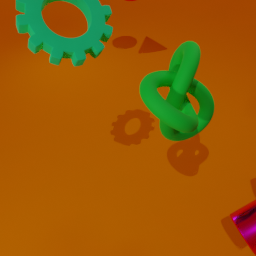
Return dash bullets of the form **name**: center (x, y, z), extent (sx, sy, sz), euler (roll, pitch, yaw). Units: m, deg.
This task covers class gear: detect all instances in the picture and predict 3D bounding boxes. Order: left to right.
- **gear**: center (-0.943, -1.660, 4.259), extent (1.415, 0.262, 1.415), euler (4, 79, -21)

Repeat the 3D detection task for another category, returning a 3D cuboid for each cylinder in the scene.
- **cylinder**: center (2.077, 1.489, 4.341), extent (0.700, 0.700, 0.700), euler (-34, 47, 9)

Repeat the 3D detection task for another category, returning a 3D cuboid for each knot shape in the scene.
- **knot shape**: center (0.882, -0.643, 4.661), extent (0.792, 1.714, 1.604), euler (0, 78, 32)
